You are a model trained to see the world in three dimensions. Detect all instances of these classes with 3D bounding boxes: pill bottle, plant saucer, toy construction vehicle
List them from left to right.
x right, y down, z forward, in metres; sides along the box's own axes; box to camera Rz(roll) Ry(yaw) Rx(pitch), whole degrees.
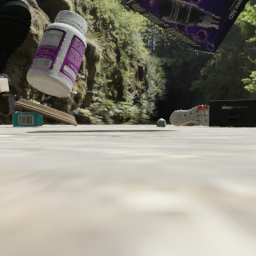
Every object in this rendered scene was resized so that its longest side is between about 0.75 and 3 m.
[{"bbox_3d":[-3.210,-0.322,4.588,2.870,1.011,2.499,-3,12,2],"label":"toy construction vehicle"},{"bbox_3d":[-3.649,-0.697,12.596,2.936,0.433,2.936,18,-5,2],"label":"plant saucer"},{"bbox_3d":[-2.490,-2.767,10.367,1.630,2.904,1.630,14,-17,4],"label":"pill bottle"}]

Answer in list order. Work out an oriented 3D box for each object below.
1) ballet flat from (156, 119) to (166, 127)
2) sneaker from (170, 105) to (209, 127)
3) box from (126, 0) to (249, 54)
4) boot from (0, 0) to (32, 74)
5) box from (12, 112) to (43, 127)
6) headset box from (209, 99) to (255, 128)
[{"bbox_3d":[1.230,-0.178,10.275,0.330,0.312,0.980,0,0,-3],"label":"ballet flat"},{"bbox_3d":[3.533,-0.545,14.141,2.699,1.040,1.105,1,-5,32],"label":"sneaker"},{"bbox_3d":[1.201,-2.649,5.618,2.009,1.486,1.048,26,14,-17],"label":"box"},{"bbox_3d":[-3.416,-2.636,6.634,1.018,2.255,2.751,-9,-23,-46],"label":"boot"},{"bbox_3d":[-4.385,-0.361,12.391,1.029,0.615,2.500,0,1,-13],"label":"box"},{"bbox_3d":[4.089,-0.508,10.142,1.809,0.964,2.078,1,2,34],"label":"headset box"}]
